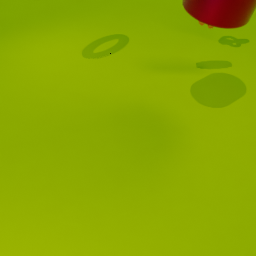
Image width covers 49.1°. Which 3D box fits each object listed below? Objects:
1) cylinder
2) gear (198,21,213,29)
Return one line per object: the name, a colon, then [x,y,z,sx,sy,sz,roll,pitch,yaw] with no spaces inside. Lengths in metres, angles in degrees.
cylinder: [1.792,-2.710,4.962,1.345,1.345,1.345,5,50,-6]
gear: [2.298,-3.157,7.187,1.201,1.201,0.222,-1,52,-1]
